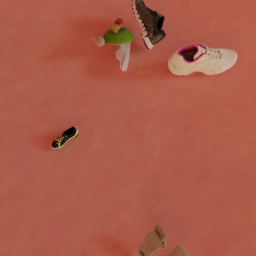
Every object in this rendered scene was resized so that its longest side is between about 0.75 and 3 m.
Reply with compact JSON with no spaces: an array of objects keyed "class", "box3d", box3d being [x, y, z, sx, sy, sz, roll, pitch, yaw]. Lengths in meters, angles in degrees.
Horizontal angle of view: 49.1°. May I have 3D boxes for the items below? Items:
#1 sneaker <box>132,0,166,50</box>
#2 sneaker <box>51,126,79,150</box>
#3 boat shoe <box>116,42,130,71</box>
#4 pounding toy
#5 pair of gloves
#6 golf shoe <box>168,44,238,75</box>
[{"class":"sneaker","box3d":[0.797,-3.856,9.886,0.954,0.700,2.107,-22,73,21]},{"class":"sneaker","box3d":[-1.887,0.240,8.203,0.959,0.397,0.344,-37,63,-13]},{"class":"boat shoe","box3d":[-0.196,-2.528,9.610,0.476,0.522,1.450,6,59,1]},{"class":"pounding toy","box3d":[-0.521,-3.333,9.630,1.425,0.661,1.100,-13,37,-12]},{"class":"pair of gloves","box3d":[0.809,2.931,6.546,1.110,0.195,0.944,36,100,35]},{"class":"golf shoe","box3d":[2.517,-2.274,9.130,2.327,1.065,0.877,-8,74,-3]}]
